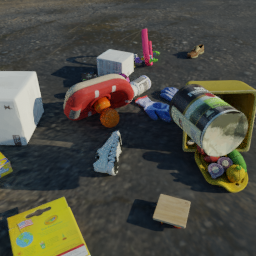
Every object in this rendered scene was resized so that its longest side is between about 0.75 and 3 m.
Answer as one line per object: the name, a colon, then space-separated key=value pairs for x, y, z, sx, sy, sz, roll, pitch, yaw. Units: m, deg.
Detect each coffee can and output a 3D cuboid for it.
coffee can: x=2.160 y=-0.266 z=7.815 sx=1.359 sy=1.359 sz=1.857 roll=-12 pitch=33 yaw=-16

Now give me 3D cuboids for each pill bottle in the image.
pill bottle: x=0.457 y=-1.962 z=13.415 sx=0.735 sy=0.735 sz=1.292 roll=25 pitch=42 yaw=30

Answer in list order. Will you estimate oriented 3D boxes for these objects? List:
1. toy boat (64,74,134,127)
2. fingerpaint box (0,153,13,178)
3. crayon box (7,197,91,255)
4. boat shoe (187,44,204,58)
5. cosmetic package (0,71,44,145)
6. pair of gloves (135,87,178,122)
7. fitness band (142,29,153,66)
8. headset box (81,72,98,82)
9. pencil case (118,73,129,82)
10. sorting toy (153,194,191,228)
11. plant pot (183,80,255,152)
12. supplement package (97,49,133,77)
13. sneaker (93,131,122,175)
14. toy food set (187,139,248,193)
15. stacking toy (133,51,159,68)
toy boat: x=-0.999 y=-0.888 z=11.374 sx=2.958 sy=1.930 sz=1.933 roll=-23 pitch=72 yaw=-28
fingerpaint box: x=-4.602 y=1.320 z=9.064 sx=1.054 sy=0.463 sz=1.263 roll=28 pitch=45 yaw=35
crayon box: x=-1.833 y=2.937 z=6.659 sx=1.586 sy=0.635 sz=2.499 roll=-16 pitch=39 yaw=-21
boat shoe: x=4.236 y=-4.851 z=17.551 sx=0.607 sy=0.592 sz=1.604 roll=26 pitch=43 yaw=32
cosmetic package: x=-4.639 y=-0.813 z=10.740 sx=1.964 sy=1.962 sz=2.381 roll=1 pitch=35 yaw=2
pair of gloves: x=1.901 y=-1.155 z=12.646 sx=2.884 sy=0.329 sz=2.319 roll=-25 pitch=43 yaw=-29
fitness band: x=1.083 y=-4.630 z=16.113 sx=0.387 sy=2.070 sz=1.486 roll=-7 pitch=-2 yaw=14
headset box: x=-1.960 y=-2.449 z=14.347 sx=0.809 sy=0.431 sz=0.929 roll=-7 pitch=36 yaw=-10
pencil case: x=-0.965 y=-2.044 z=13.436 sx=1.993 sy=0.904 sz=0.933 roll=-20 pitch=71 yaw=-27
sorting toy: x=1.214 y=2.351 z=7.767 sx=0.873 sy=0.304 sz=0.868 roll=12 pitch=38 yaw=16
plant pot: x=3.139 y=-0.684 z=10.397 sx=2.283 sy=2.298 sz=2.351 roll=0 pitch=27 yaw=6
supplement package: x=-0.664 y=-3.389 z=15.070 sx=1.500 sy=1.103 sz=1.434 roll=16 pitch=38 yaw=21
sneaker: x=-0.669 y=0.780 z=9.666 sx=0.812 sy=0.753 sz=2.003 roll=-3 pitch=34 yaw=11
toy food set: x=2.996 y=0.863 z=9.130 sx=1.451 sy=0.806 sz=2.467 roll=-9 pitch=46 yaw=-14
stacking toy: x=0.927 y=-3.945 z=16.203 sx=1.742 sy=0.409 sz=1.313 roll=-5 pitch=34 yaw=17
